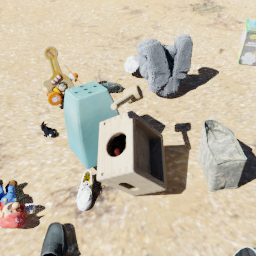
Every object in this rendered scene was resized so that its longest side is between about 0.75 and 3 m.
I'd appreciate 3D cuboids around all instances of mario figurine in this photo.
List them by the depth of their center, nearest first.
[{"bbox_3d":[-3.318,2.075,8.007,1.048,0.900,1.698,-20,46,-20],"label":"mario figurine"}]

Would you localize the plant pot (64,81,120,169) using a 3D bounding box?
[{"bbox_3d":[-1.140,-0.235,9.181,1.617,2.288,1.616,-22,34,-23],"label":"plant pot"}]

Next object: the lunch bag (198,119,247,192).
[{"bbox_3d":[2.832,0.802,8.865,1.096,1.529,1.864,-9,45,-2],"label":"lunch bag"}]

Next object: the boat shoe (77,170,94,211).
[{"bbox_3d":[-1.280,1.820,8.504,0.481,0.555,1.302,4,44,4],"label":"boat shoe"}]

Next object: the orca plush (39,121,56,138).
[{"bbox_3d":[-3.039,-0.001,10.580,0.509,0.344,0.968,-22,48,-21],"label":"orca plush"}]

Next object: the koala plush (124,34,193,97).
[{"bbox_3d":[1.182,-2.843,12.582,2.454,2.544,2.768,-15,24,-24],"label":"koala plush"}]

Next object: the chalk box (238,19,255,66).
[{"bbox_3d":[6.438,-4.452,13.811,1.459,2.345,1.451,10,44,11],"label":"chalk box"}]

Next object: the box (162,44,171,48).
[{"bbox_3d":[1.623,-3.957,14.757,1.467,0.361,1.519,13,44,11],"label":"box"}]

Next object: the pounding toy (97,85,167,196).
[{"bbox_3d":[-0.137,0.179,8.165,1.342,2.576,2.932,-19,55,29],"label":"pounding toy"}]

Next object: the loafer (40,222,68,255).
[{"bbox_3d":[-1.861,3.184,6.987,0.640,0.661,1.884,-4,44,-4],"label":"loafer"}]

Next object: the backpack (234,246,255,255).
[{"bbox_3d":[3.000,3.431,6.408,0.978,1.153,1.299,10,35,-22],"label":"backpack"}]

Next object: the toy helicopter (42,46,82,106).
[{"bbox_3d":[-2.746,-2.162,11.376,1.571,2.375,0.937,-18,29,-12],"label":"toy helicopter"}]

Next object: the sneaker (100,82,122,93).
[{"bbox_3d":[-0.944,-1.777,12.451,1.313,0.495,0.520,-4,29,-13],"label":"sneaker"}]
